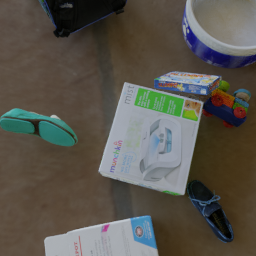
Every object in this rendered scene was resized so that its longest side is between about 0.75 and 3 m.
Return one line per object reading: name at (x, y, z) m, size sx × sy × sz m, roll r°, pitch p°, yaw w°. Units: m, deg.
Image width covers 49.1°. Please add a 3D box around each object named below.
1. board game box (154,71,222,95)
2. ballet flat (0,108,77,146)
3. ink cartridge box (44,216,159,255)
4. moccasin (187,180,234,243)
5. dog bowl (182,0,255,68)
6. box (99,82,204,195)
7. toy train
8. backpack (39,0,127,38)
board game box at (1.642, -1.261, 7.702) m, size 1.537 × 0.265 × 1.040 m, roll 13°, pitch 29°, yaw 33°
ballet flat at (-2.340, -0.120, 7.654) m, size 2.195 × 0.739 × 0.772 m, roll 13°, pitch 38°, yaw 5°
ink cartridge box at (-0.583, 3.140, 6.860) m, size 2.589 × 0.878 × 1.491 m, roll -10°, pitch 74°, yaw -3°
moccasin at (2.236, 2.105, 7.304) m, size 0.706 × 0.599 × 1.755 m, roll -34°, pitch 77°, yaw -9°
dog bowl at (3.205, -3.396, 8.569) m, size 2.981 × 1.174 × 2.981 m, roll 0°, pitch 75°, yaw 0°
box at (0.608, 0.320, 7.525) m, size 2.179 × 1.194 × 2.469 m, roll 16°, pitch 76°, yaw 3°
toy train at (2.554, -0.932, 8.086) m, size 1.927 × 0.816 × 1.115 m, roll 29°, pitch 65°, yaw 5°
backpack at (-1.622, -4.571, 8.020) m, size 2.554 × 2.790 × 2.051 m, roll -26°, pitch 49°, yaw -5°
